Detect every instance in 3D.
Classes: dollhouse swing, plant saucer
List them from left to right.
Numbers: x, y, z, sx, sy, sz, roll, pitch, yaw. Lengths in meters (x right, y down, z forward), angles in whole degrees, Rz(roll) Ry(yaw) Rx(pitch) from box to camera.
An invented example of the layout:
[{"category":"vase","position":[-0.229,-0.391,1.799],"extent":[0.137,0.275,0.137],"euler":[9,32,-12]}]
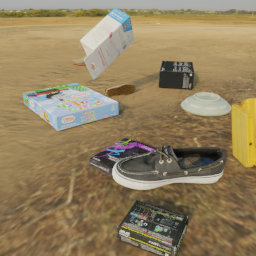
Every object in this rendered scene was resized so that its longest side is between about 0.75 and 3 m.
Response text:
[{"category":"plant saucer","position":[2.839,-0.946,10.153],"extent":[1.789,0.449,1.789],"euler":[1,25,0]},{"category":"dollhouse swing","position":[3.754,0.183,6.395],"extent":[2.007,1.824,1.764],"euler":[-4,4,-10]}]

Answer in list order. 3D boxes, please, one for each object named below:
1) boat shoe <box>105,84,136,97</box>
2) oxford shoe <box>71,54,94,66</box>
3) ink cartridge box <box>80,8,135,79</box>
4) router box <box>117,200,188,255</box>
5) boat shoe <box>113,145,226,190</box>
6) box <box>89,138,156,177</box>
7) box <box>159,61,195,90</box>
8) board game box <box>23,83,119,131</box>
[{"category":"boat shoe","position":[-0.332,-1.616,11.614],"extent":[1.292,0.466,0.465],"euler":[-14,29,-15]},{"category":"oxford shoe","position":[-2.486,-4.119,16.675],"extent":[1.912,0.715,0.674],"euler":[3,25,6]},{"category":"ink cartridge box","position":[-0.785,-2.779,9.335],"extent":[0.711,1.207,2.096],"euler":[39,78,22]},{"category":"router box","position":[0.422,1.667,4.654],"extent":[0.997,0.310,0.747],"euler":[11,27,25]},{"category":"boat shoe","position":[0.910,0.729,5.880],"extent":[2.442,0.809,0.854],"euler":[2,38,-6]},{"category":"box","position":[-0.105,0.707,6.805],"extent":[1.010,0.255,1.412],"euler":[18,31,33]},{"category":"box","position":[2.250,-2.511,13.056],"extent":[1.509,0.843,2.138],"euler":[7,26,8]},{"category":"board game box","position":[-2.081,-0.871,9.863],"extent":[2.243,0.543,2.966],"euler":[-17,31,-34]}]
